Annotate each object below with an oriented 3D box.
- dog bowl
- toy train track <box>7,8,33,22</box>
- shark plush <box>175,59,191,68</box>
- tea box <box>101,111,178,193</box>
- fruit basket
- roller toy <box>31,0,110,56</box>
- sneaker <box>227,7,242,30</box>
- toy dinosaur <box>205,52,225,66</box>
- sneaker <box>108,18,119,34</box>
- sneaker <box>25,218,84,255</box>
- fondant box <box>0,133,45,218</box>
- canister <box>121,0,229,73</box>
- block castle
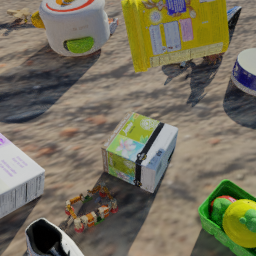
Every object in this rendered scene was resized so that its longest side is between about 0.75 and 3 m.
[{"bbox_3d":[4.777,-2.003,9.961,1.977,0.779,1.977,0,47,0],"label":"dog bowl"},{"bbox_3d":[-4.596,-5.295,13.440,2.330,0.379,1.337,8,40,0],"label":"toy train track"},{"bbox_3d":[2.193,-2.951,11.075,1.586,0.721,0.661,-39,27,-26],"label":"shark plush"},{"bbox_3d":[0.316,0.575,7.324,1.499,1.018,1.524,19,50,19],"label":"tea box"},{"bbox_3d":[2.381,1.854,5.597,1.909,1.909,1.377,35,56,29],"label":"fruit basket"},{"bbox_3d":[-2.139,-4.366,11.243,2.830,1.978,2.582,26,57,26],"label":"roller toy"},{"bbox_3d":[4.146,-4.915,12.596,2.569,1.009,1.145,-35,58,-28],"label":"sneaker"},{"bbox_3d":[3.434,-3.133,11.041,2.144,0.920,1.453,-17,57,-37],"label":"toy dinosaur"},{"bbox_3d":[-0.931,-4.649,12.758,0.726,0.503,1.296,8,36,13],"label":"sneaker"},{"bbox_3d":[-1.133,2.763,5.249,2.619,1.048,0.965,33,53,26],"label":"sneaker"},{"bbox_3d":[-3.699,1.284,6.195,2.117,0.855,2.934,31,34,26],"label":"fondant box"},{"bbox_3d":[0.776,-1.655,4.654,1.584,1.176,0.685,-11,19,2],"label":"canister"},{"bbox_3d":[-0.832,1.851,6.477,1.114,0.523,0.745,-24,47,-24],"label":"block castle"}]
